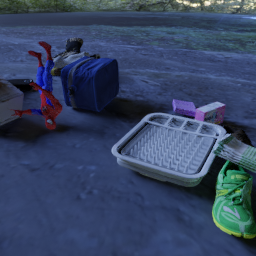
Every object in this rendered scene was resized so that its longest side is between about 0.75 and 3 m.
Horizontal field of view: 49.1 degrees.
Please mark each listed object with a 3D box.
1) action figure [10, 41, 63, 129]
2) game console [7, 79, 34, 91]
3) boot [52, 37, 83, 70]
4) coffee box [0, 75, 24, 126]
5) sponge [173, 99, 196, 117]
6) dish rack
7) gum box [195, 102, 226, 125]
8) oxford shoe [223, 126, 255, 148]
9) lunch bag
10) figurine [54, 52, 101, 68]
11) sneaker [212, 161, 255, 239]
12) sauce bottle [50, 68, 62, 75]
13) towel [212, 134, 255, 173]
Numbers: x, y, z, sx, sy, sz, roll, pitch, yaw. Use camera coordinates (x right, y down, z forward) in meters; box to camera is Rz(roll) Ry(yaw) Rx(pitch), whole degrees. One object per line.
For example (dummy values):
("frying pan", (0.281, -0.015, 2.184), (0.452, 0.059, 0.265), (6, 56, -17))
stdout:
("action figure", (-2.785, -1.287, 8.406), (0.915, 2.804, 1.388), (-26, -17, 34))
("game console", (-4.669, -1.465, 10.993), (1.497, 0.306, 2.537), (-3, 26, -5))
("boot", (-3.070, -3.706, 13.897), (1.894, 0.693, 1.426), (-13, 50, 26))
("coffee box", (-4.670, -1.138, 8.678), (2.496, 0.995, 1.427), (35, 38, 15))
("sponge", (1.868, -0.689, 9.308), (0.711, 0.190, 1.275), (11, 20, 3))
("dish rack", (1.060, 0.485, 6.910), (2.225, 0.565, 2.593), (15, 31, 25))
("gum box", (2.515, -0.381, 8.541), (1.052, 0.597, 0.348), (-19, 33, -32))
("oxford shoe", (2.825, 0.397, 7.011), (0.551, 0.640, 1.517), (-12, 31, -26))
("lunch bag", (-1.395, -1.567, 9.846), (1.478, 1.518, 2.234), (10, 31, 20))
("figurine", (-2.533, -3.127, 13.461), (1.899, 0.838, 1.946), (1, 10, 20))
("sneaker", (1.953, 1.216, 5.226), (0.701, 0.791, 1.894), (5, 28, 9))
("sauce bottle", (-3.474, -2.694, 13.330), (1.095, 0.354, 0.354), (8, 28, 12))
("towel", (2.817, 0.654, 5.772), (1.931, 0.296, 1.440), (26, 20, 24))
